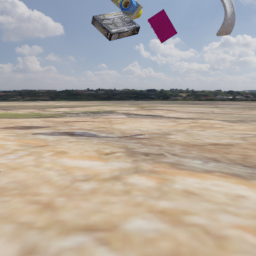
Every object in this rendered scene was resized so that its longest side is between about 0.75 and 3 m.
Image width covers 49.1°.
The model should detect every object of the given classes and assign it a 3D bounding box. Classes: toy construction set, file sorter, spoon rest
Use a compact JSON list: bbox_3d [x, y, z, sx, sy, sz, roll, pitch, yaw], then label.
[{"bbox_3d":[-0.588,-2.296,3.666,2.015,1.321,0.928,20,10,12],"label":"toy construction set"},{"bbox_3d":[1.271,-3.789,10.583,0.706,1.015,0.637,-32,9,6],"label":"file sorter"},{"bbox_3d":[2.040,-3.414,7.114,1.141,2.297,0.696,-15,-22,-26],"label":"spoon rest"}]

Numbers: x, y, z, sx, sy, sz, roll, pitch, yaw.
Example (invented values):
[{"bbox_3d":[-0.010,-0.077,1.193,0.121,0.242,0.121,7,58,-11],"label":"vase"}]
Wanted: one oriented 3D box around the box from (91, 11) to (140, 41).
[{"bbox_3d":[-0.364,-3.110,8.481,1.190,0.288,0.943,-27,64,-36],"label":"box"}]
